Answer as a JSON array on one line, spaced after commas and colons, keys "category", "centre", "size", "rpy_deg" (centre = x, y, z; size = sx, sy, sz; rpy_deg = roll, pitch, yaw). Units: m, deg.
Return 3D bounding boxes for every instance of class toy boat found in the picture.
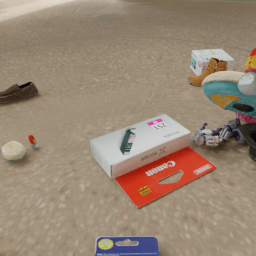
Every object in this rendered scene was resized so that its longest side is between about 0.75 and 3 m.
[{"category": "toy boat", "centre": [-3.295, 0.653, 8.641], "size": [1.052, 0.489, 0.884], "rpy_deg": [-33, 42, -28]}, {"category": "toy boat", "centre": [3.460, -1.157, 8.560], "size": [2.392, 2.846, 1.323], "rpy_deg": [18, 75, 12]}]

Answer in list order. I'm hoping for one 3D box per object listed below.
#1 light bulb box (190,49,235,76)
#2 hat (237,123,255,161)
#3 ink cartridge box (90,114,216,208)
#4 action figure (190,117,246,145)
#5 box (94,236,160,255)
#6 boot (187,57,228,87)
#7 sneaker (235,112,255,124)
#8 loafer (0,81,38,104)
[{"category": "light bulb box", "centre": [4.020, -3.097, 13.567], "size": [1.561, 0.974, 1.548], "rpy_deg": [-5, 35, -5]}, {"category": "hat", "centre": [4.065, 0.565, 8.431], "size": [1.948, 0.786, 1.948], "rpy_deg": [12, 29, -7]}, {"category": "ink cartridge box", "centre": [0.732, 0.759, 8.284], "size": [2.908, 0.633, 2.524], "rpy_deg": [-20, 38, -26]}, {"category": "action figure", "centre": [2.906, 0.163, 8.974], "size": [2.119, 0.735, 1.379], "rpy_deg": [-7, 17, -24]}, {"category": "box", "centre": [0.003, 3.060, 5.141], "size": [1.351, 0.361, 2.231], "rpy_deg": [0, 36, -1]}, {"category": "boot", "centre": [3.526, -2.486, 12.396], "size": [1.678, 1.298, 0.618], "rpy_deg": [14, 37, 19]}, {"category": "sneaker", "centre": [4.586, -0.634, 10.222], "size": [0.887, 0.748, 2.028], "rpy_deg": [-6, 40, -9]}, {"category": "loafer", "centre": [-4.704, -1.544, 11.588], "size": [1.858, 0.660, 0.679], "rpy_deg": [-21, 40, -28]}]
